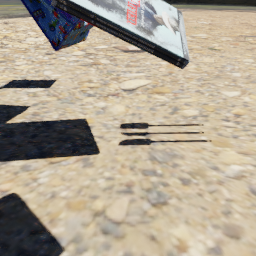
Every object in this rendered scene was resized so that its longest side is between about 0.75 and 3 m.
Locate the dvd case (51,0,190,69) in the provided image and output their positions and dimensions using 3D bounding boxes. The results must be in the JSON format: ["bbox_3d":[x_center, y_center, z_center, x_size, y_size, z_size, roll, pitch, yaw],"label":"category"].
[{"bbox_3d":[0.001,-2.602,6.137,2.947,0.324,2.151,22,46,-20],"label":"dvd case"}]

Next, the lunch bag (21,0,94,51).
[{"bbox_3d":[-1.994,-3.270,7.476,2.101,0.988,1.582,46,32,-5],"label":"lunch bag"}]
